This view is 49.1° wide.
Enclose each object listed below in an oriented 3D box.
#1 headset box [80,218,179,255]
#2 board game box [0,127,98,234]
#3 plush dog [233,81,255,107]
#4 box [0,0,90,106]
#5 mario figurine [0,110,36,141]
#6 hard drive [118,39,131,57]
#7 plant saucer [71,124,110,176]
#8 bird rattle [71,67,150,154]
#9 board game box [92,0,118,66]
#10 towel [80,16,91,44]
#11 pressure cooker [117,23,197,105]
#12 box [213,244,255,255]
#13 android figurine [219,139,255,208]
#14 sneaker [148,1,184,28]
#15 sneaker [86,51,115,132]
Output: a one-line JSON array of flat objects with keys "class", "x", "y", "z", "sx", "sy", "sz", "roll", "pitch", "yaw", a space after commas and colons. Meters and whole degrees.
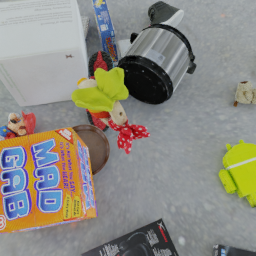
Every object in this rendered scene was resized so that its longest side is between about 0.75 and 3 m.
[{"class": "headset box", "x": 0.088, "y": 4.046, "z": 7.713, "sx": 2.764, "sy": 1.037, "sz": 2.055, "roll": -21, "pitch": 67, "yaw": -10}, {"class": "board game box", "x": -2.309, "y": 1.586, "z": 7.971, "sx": 2.300, "sy": 2.302, "sz": 2.300, "roll": -11, "pitch": 72, "yaw": -1}, {"class": "plush dog", "x": 4.529, "y": -1.170, "z": 10.291, "sx": 1.059, "sy": 1.233, "sz": 0.989, "roll": 14, "pitch": 99, "yaw": 17}, {"class": "box", "x": -2.891, "y": -2.592, "z": 9.860, "sx": 2.851, "sy": 2.837, "sz": 2.442, "roll": -9, "pitch": 65, "yaw": -4}, {"class": "mario figurine", "x": -4.216, "y": 0.014, "z": 9.589, "sx": 2.154, "sy": 1.142, "sz": 1.330, "roll": -31, "pitch": 67, "yaw": -12}, {"class": "hard drive", "x": 0.057, "y": -3.202, "z": 11.637, "sx": 0.750, "sy": 0.149, "sz": 1.137, "roll": -11, "pitch": 66, "yaw": -5}, {"class": "plant saucer", "x": -1.508, "y": 0.796, "z": 9.525, "sx": 1.865, "sy": 0.321, "sz": 1.865, "roll": -1, "pitch": 75, "yaw": 4}, {"class": "bird rattle", "x": -0.454, "y": -0.539, "z": 7.391, "sx": 1.351, "sy": 2.397, "sz": 1.955, "roll": -47, "pitch": 44, "yaw": -9}, {"class": "board game box", "x": -0.988, "y": -4.189, "z": 11.069, "sx": 0.514, "sy": 2.020, "sz": 2.985, "roll": -13, "pitch": 66, "yaw": -3}, {"class": "towel", "x": -2.479, "y": -4.074, "z": 11.722, "sx": 1.729, "sy": 0.740, "sz": 1.432, "roll": 5, "pitch": 57, "yaw": -4}, {"class": "pressure cooker", "x": 1.080, "y": -2.383, "z": 10.017, "sx": 2.280, "sy": 2.244, "sz": 2.552, "roll": 2, "pitch": 52, "yaw": 47}, {"class": "box", "x": 3.245, "y": 4.599, "z": 7.704, "sx": 1.827, "sy": 0.577, "sz": 2.317, "roll": 11, "pitch": 65, "yaw": 4}, {"class": "android figurine", "x": 4.025, "y": 1.426, "z": 9.283, "sx": 2.018, "sy": 0.455, "sz": 2.217, "roll": -19, "pitch": 67, "yaw": -8}, {"class": "sneaker", "x": 1.135, "y": -4.460, "z": 11.871, "sx": 1.260, "sy": 0.899, "sz": 2.542, "roll": 37, "pitch": 65, "yaw": 18}, {"class": "sneaker", "x": -0.748, "y": -1.253, "z": 10.178, "sx": 1.120, "sy": 1.349, "sz": 2.823, "roll": 4, "pitch": 91, "yaw": 13}]
